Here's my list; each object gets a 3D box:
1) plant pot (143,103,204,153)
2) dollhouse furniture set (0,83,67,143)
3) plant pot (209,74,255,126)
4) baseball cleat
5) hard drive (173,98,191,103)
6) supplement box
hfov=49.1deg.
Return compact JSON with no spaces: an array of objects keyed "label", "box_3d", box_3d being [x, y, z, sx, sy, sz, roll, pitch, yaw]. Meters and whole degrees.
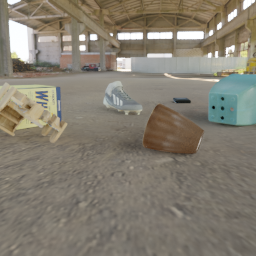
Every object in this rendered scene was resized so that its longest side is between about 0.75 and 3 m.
[{"label":"plant pot","box_3d":[1.163,0.143,6.847,1.247,1.165,1.165,20,19,18]},{"label":"dollhouse furniture set","box_3d":[-3.013,-0.278,7.808,1.723,1.221,1.876,39,-9,-39]},{"label":"plant pot","box_3d":[4.097,-0.979,10.490,1.709,1.710,2.419,12,25,43]},{"label":"baseball cleat","box_3d":[-0.320,-1.427,12.824,0.911,1.391,2.613,-6,15,-41]},{"label":"hard drive","box_3d":[3.145,-1.617,16.417,0.856,0.202,1.226,0,12,1]},{"label":"supplement box","box_3d":[-3.834,-0.853,10.318,2.013,1.353,2.015,12,17,43]}]
